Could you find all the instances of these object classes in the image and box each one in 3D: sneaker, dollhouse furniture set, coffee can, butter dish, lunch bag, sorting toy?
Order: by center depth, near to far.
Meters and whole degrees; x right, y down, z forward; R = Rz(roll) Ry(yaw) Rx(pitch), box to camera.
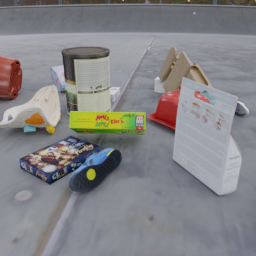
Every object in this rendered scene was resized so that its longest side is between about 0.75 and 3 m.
[{"bbox_3d":[-0.993,1.146,7.711,0.760,0.639,1.940,-5,19,39],"label":"sneaker"},{"bbox_3d":[-3.912,-0.506,10.708,2.258,1.340,2.509,-10,24,3],"label":"sorting toy"},{"bbox_3d":[2.201,-0.942,11.000,2.222,1.647,2.228,-18,30,-34],"label":"butter dish"},{"bbox_3d":[-1.731,-1.976,12.014,1.973,2.696,1.973,0,24,0],"label":"coffee can"},{"bbox_3d":[4.915,-0.959,12.424,0.670,0.573,1.538,0,24,-13],"label":"sneaker"},{"bbox_3d":[3.231,-3.020,14.024,2.702,2.201,2.569,-2,52,-23],"label":"dollhouse furniture set"},{"bbox_3d":[-3.219,-2.835,15.733,1.760,1.319,2.075,-14,34,-24],"label":"lunch bag"}]

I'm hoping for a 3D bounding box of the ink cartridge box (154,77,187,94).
[{"bbox_3d":[2.430,-2.526,15.587,1.360,0.792,1.879,11,28,24],"label":"ink cartridge box"}]

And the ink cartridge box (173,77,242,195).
[{"bbox_3d":[2.095,0.128,7.408,0.613,2.592,2.075,-9,25,-25],"label":"ink cartridge box"}]

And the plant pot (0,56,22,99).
[{"bbox_3d":[-6.836,-2.587,13.854,2.611,2.685,2.685,6,24,-4],"label":"plant pot"}]

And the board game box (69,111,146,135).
[{"bbox_3d":[-0.634,-0.147,9.477,2.426,0.578,1.232,1,-10,2],"label":"board game box"}]

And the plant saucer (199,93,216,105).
[{"bbox_3d":[4.021,-1.438,13.783,1.688,0.303,1.688,0,24,0],"label":"plant saucer"}]

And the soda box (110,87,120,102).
[{"bbox_3d":[-0.768,-1.716,14.259,0.445,0.416,1.306,5,24,11],"label":"soda box"}]

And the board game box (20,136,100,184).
[{"bbox_3d":[-2.012,0.881,8.490,1.360,0.347,2.007,16,29,33],"label":"board game box"}]
